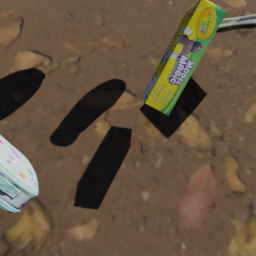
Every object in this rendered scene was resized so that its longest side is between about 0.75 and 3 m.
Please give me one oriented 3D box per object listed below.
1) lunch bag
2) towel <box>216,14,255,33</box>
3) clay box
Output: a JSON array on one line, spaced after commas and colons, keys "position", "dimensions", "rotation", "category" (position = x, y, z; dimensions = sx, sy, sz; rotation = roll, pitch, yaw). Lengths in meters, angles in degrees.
[{"position": [-2.401, 0.668, 4.999], "dimensions": [0.663, 1.719, 1.379], "rotation": [-41, 28, -4], "category": "lunch bag"}, {"position": [2.873, -2.845, 7.811], "dimensions": [1.709, 0.295, 1.646], "rotation": [5, 30, 34], "category": "towel"}, {"position": [1.259, -1.741, 6.424], "dimensions": [0.658, 1.589, 2.765], "rotation": [28, 103, -6], "category": "clay box"}]
